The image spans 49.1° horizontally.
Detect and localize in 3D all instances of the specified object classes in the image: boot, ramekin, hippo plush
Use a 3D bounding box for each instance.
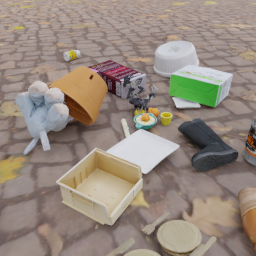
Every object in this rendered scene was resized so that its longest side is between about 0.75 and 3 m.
[{"bbox_3d":[4.177,2.403,6.430,2.907,1.071,2.249,-6,34,7],"label":"boot"},{"bbox_3d":[2.382,0.460,9.559,1.777,0.708,2.156,-4,36,-26],"label":"boot"},{"bbox_3d":[2.588,-3.864,15.389,2.495,1.162,2.495,-10,37,7],"label":"ramekin"},{"bbox_3d":[-2.622,-0.457,10.001,1.858,2.333,1.875,-12,0,18],"label":"hippo plush"}]

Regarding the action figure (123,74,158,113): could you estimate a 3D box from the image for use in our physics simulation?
[{"bbox_3d":[0.489,-1.509,11.771,1.277,1.096,2.148,19,33,-35],"label":"action figure"}]

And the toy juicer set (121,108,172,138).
[{"bbox_3d":[0.536,-0.398,11.025,2.174,0.592,1.383,-19,38,-25],"label":"toy juicer set"}]

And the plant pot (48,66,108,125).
[{"bbox_3d":[-1.754,-1.323,10.649,2.099,2.099,1.469,24,67,32],"label":"plant pot"}]

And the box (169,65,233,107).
[{"bbox_3d":[3.353,-2.034,12.910,2.259,1.092,1.993,19,32,27],"label":"box"}]

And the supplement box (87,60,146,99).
[{"bbox_3d":[-0.599,-2.494,13.972,1.525,0.853,2.802,-27,42,-34],"label":"supplement box"}]

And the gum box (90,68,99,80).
[{"bbox_3d":[-2.359,-2.122,13.169,1.090,0.635,1.921,22,48,30],"label":"gum box"}]

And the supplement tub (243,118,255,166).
[{"bbox_3d":[4.356,0.336,8.920,1.016,1.659,1.016,0,33,0],"label":"supplement tub"}]

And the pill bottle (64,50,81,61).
[{"bbox_3d":[-3.440,-4.507,17.334,0.549,0.549,0.973,27,41,35],"label":"pill bottle"}]

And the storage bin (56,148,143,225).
[{"bbox_3d":[-0.714,1.580,7.807,1.716,0.810,1.728,18,37,26],"label":"storage bin"}]

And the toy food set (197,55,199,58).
[{"bbox_3d":[3.121,-3.674,16.304,1.394,0.405,2.019,21,49,38],"label":"toy food set"}]

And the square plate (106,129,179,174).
[{"bbox_3d":[0.499,0.773,9.420,1.788,0.257,1.805,24,43,38],"label":"square plate"}]

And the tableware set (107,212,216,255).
[{"bbox_3d":[0.756,2.858,6.210,2.314,0.464,1.530,-22,27,-39],"label":"tableware set"}]

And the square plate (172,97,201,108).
[{"bbox_3d":[2.573,-1.111,12.468,1.052,0.150,1.042,-1,30,-4],"label":"square plate"}]
